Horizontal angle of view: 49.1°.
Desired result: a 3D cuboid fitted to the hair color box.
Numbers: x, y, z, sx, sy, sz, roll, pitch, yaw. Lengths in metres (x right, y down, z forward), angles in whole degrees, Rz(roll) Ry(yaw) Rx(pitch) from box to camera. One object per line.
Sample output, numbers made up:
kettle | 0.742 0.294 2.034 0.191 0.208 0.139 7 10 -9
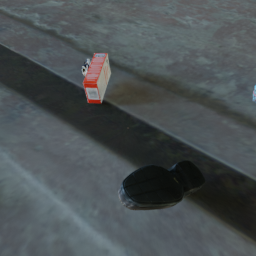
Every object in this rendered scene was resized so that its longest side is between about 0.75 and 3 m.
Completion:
hair color box | -0.901 -1.503 8.373 0.453 0.786 1.417 4 50 11

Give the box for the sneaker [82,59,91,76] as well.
sneaker | -1.412 -2.069 9.532 0.355 0.351 0.895 -11 42 -9

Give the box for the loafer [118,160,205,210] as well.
loafer | 0.597 1.182 5.198 2.257 0.816 0.822 3 46 -47

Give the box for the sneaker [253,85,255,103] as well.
sneaker | 3.932 -1.018 8.340 0.494 0.595 1.246 26 24 30
